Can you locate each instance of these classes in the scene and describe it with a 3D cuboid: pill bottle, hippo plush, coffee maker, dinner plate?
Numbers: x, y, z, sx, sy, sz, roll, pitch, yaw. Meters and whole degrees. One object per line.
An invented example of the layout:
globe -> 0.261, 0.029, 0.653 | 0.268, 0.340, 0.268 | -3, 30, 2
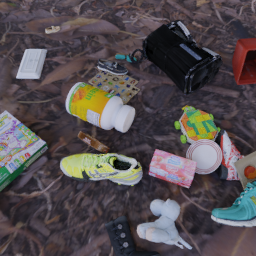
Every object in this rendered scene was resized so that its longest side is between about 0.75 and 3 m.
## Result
pill bottle -> -1.034, -0.754, 10.884 | 2.456, 1.364, 1.364 | 23, 58, 16
hippo plush -> 1.013, 2.686, 8.209 | 1.541, 1.227, 1.239 | 0, 69, 39
coffee maker -> 2.104, -2.893, 12.328 | 2.841, 1.993, 2.958 | -42, 59, 7
dinner plate -> 2.741, 1.034, 10.101 | 1.287, 0.156, 1.287 | -11, 66, 27

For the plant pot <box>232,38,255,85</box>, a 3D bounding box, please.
plant pot -> 5.587, -3.124, 12.498 | 1.727, 1.726, 1.522 | -6, 43, -4

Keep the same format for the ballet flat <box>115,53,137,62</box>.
ballet flat -> -0.051, -3.410, 13.453 | 1.115, 0.378, 0.403 | 11, 36, 12

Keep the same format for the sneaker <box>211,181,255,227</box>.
sneaker -> 3.828, 2.276, 8.742 | 2.885, 1.118, 1.149 | -12, 93, -18

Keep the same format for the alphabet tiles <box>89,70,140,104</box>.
alphabet tiles -> -0.625, -1.881, 12.492 | 2.130, 0.067, 1.772 | 33, 60, 21

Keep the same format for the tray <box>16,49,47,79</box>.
tray -> -4.563, -3.132, 13.289 | 1.089, 0.225, 2.028 | 1, 55, 0

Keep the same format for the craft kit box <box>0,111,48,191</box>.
craft kit box -> -4.583, 0.763, 10.264 | 2.274, 0.559, 2.303 | 33, 61, 19

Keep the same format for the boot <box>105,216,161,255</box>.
boot -> 0.127, 3.419, 8.514 | 1.289, 0.513, 1.564 | -14, 49, -15

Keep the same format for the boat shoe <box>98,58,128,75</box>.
boat shoe -> -0.710, -2.853, 12.885 | 1.470, 0.443, 0.543 | 18, 50, 14

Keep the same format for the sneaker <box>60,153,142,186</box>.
sneaker -> -0.902, 1.220, 9.611 | 2.849, 1.088, 1.074 | 4, 52, 0

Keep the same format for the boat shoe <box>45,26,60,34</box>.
boat shoe -> -3.958, -5.212, 14.730 | 0.798, 0.276, 0.294 | -25, 58, -17

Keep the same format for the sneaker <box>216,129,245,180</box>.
sneaker -> 3.803, 0.979, 10.120 | 1.041, 0.649, 1.942 | 6, 58, 3

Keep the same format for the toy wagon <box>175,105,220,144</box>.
toy wagon -> 2.663, -0.186, 11.085 | 1.555, 0.397, 2.004 | -12, 56, -9

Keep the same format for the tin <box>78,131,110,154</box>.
tin -> -1.263, 0.528, 10.268 | 1.392, 0.779, 0.291 | 29, 92, 32

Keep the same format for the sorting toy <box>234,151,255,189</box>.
sorting toy -> 4.754, 1.505, 9.569 | 2.088, 0.280, 1.556 | -23, 88, -15

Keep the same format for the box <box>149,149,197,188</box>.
box -> 1.540, 1.405, 9.732 | 1.495, 0.767, 0.708 | 17, 56, 12
